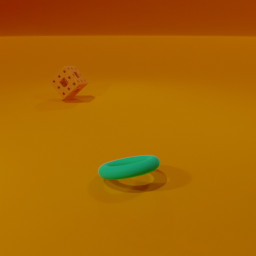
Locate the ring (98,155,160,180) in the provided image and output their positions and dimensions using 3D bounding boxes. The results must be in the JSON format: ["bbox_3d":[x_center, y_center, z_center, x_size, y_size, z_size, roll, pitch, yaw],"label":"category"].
[{"bbox_3d":[0.016,0.661,4.788,1.061,0.212,1.061,-10,1,0],"label":"ring"}]

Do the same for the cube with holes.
[{"bbox_3d":[-2.084,-1.628,9.950,0.808,0.808,0.808,-38,0,20],"label":"cube with holes"}]
